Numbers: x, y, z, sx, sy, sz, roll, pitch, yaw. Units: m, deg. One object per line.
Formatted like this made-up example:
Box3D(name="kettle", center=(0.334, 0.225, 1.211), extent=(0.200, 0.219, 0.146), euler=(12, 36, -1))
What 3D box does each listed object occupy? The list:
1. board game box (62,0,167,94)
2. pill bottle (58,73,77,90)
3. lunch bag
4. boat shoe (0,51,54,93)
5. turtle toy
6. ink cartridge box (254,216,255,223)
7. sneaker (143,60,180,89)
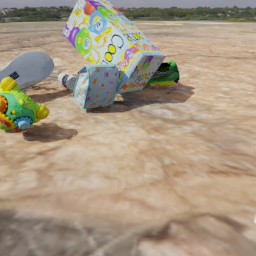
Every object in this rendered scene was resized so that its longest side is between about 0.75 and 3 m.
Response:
Box3D(name="board game box", center=(-0.482, -2.734, 9.203), extent=(2.962, 1.526, 1.553), euler=(49, 33, 15))
Box3D(name="pill bottle", center=(-2.232, -1.761, 10.401), extent=(0.524, 0.524, 0.946), euler=(-16, 30, -32))
Box3D(name="lunch bag", center=(-0.902, -1.288, 8.137), extent=(1.121, 1.316, 0.802), euler=(-11, 45, -35))
Box3D(name="boat shoe", center=(-3.586, -1.492, 8.924), extent=(0.966, 1.058, 2.940), euler=(-21, 25, 44))
Box3D(name="turtle toy", center=(-2.687, -0.387, 6.590), extent=(1.686, 1.229, 0.852), euler=(-14, 38, 57))
Box3D(name="ink cartridge box", center=(2.199, 1.076, 4.048), extent=(0.277, 0.816, 0.474), euler=(15, 2, -37))
Box3D(name="sneaker", center=(0.733, -2.057, 10.160), extent=(2.208, 0.941, 0.862), euler=(-6, 50, 10))
